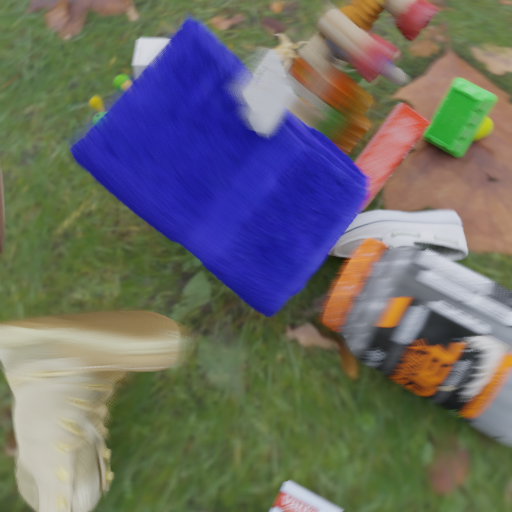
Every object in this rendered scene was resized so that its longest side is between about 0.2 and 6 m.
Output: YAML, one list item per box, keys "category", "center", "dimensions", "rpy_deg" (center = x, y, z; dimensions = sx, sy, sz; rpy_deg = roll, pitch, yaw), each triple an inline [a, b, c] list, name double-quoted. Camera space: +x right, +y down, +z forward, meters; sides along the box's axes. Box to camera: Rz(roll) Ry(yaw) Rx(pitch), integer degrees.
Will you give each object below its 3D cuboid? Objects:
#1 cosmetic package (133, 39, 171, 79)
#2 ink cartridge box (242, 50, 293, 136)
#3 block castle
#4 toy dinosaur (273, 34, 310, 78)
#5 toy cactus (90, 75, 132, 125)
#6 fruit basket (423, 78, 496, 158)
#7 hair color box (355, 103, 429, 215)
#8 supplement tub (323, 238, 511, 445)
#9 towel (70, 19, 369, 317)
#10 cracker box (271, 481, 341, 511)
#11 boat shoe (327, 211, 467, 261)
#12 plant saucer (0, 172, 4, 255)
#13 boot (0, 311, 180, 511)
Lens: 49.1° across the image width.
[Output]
- category: "cosmetic package"
  center: [-1.643, -3.880, 11.335]
  dimensions: [1.520, 0.645, 0.818]
  rpy_deg: [1, 60, -1]
- category: "ink cartridge box"
  center: [0.098, -2.009, 6.900]
  dimensions: [0.200, 0.847, 0.678]
  rpy_deg: [27, 77, 32]
- category: "block castle"
  center: [1.428, -2.654, 8.963]
  dimensions: [1.411, 3.007, 2.010]
  rpy_deg: [41, 56, 2]
- category: "toy dinosaur"
  center: [0.724, -4.296, 11.705]
  dimensions: [0.804, 0.463, 1.591]
  rpy_deg: [-1, 58, 1]
- category: "toy cactus"
  center: [-2.004, -2.267, 10.269]
  dimensions: [1.907, 1.182, 2.312]
  rpy_deg: [-2, 54, -23]
- category: "fruit basket"
  center: [3.794, -2.503, 10.310]
  dimensions: [0.972, 1.347, 1.347]
  rpy_deg: [36, 65, 19]
- category: "hair color box"
  center: [2.002, -1.516, 9.146]
  dimensions: [0.563, 0.933, 1.838]
  rpy_deg: [39, 104, 8]
- category: "supplement tub"
  center: [2.528, 1.032, 7.620]
  dimensions: [2.966, 1.817, 1.817]
  rpy_deg: [28, 62, 17]
- category: "towel"
  center: [-0.295, -1.185, 7.653]
  dimensions: [3.578, 0.886, 2.642]
  rpy_deg: [39, 77, -12]
- category: "cracker box"
  center: [0.508, 4.124, 6.360]
  dimensions: [1.631, 0.702, 2.435]
  rpy_deg: [25, 63, 15]
- category: "boat shoe"
  center: [2.251, -0.209, 8.924]
  dimensions: [2.396, 0.881, 0.800]
  rpy_deg: [-9, 58, -6]
- category: "plant saucer"
  center: [-3.769, -0.641, 7.972]
  dimensions: [0.232, 1.271, 1.271]
  rpy_deg: [-3, 55, -29]
- category: "boot"
  center: [-1.933, 1.813, 6.454]
  dimensions: [2.906, 1.058, 2.259]
  rpy_deg: [-6, 89, 34]
